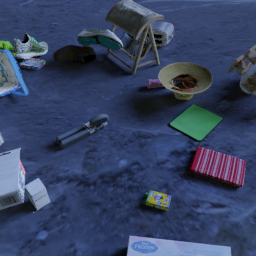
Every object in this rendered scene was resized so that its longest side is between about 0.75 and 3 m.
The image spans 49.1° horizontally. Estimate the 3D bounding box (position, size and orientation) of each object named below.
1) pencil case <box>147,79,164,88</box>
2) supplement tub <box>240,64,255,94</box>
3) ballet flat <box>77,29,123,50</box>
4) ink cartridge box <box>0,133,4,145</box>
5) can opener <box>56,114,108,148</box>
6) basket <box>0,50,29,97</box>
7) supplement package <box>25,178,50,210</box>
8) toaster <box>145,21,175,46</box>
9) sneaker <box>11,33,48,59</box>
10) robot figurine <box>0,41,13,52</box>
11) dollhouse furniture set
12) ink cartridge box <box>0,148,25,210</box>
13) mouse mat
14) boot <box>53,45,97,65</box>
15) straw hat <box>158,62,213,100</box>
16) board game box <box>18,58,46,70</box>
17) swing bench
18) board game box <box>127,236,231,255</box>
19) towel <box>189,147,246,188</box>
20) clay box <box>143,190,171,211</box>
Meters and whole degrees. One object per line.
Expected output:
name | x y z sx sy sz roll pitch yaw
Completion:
pencil case | 1.427 -2.170 13.535 1.049 0.459 0.459 -5 42 -4
supplement tub | 6.095 -2.439 13.384 1.050 1.050 1.592 25 48 25
ballet flat | -1.452 -4.902 15.044 2.840 0.986 0.986 14 43 24
ink cartridge box | -6.126 -0.030 10.735 1.711 0.987 2.358 -28 49 -28
can opener | -1.767 0.039 10.947 2.179 0.724 0.574 -30 51 -23
basket | -5.626 -2.514 12.630 2.420 2.134 1.683 17 42 37
supplement package | -2.772 2.034 8.593 0.472 0.807 0.473 -30 50 -28
toaster | 1.745 -5.695 16.932 1.999 1.136 1.291 12 46 15
sneaker | -5.360 -4.644 15.526 1.053 1.213 2.738 16 31 13
robot figurine | -6.888 -3.909 14.961 1.668 1.100 1.901 -8 38 26
dollhouse furniture set | 6.298 -2.338 12.778 2.839 1.848 2.608 -37 75 -17
ink cartridge box | -3.736 1.506 8.395 1.164 0.538 2.136 -16 32 -9
mouse mat | 2.874 -0.279 11.724 1.575 0.074 1.957 32 52 30
boot | -2.808 -3.928 15.125 2.326 0.869 1.127 -15 38 -19
straw hat | 2.547 -1.873 12.709 2.554 1.081 2.554 -3 42 3
board game box | -5.183 -3.487 15.166 1.196 0.206 0.809 10 43 11
swing bench | 0.229 -4.878 14.760 1.829 2.819 2.804 -25 48 -24
board game box | 1.191 4.028 6.545 2.677 0.581 2.664 5 42 5
towel | 3.147 1.333 9.833 1.806 0.203 1.306 17 43 15
clay box | 0.912 2.256 8.807 0.815 0.194 0.468 13 43 13
